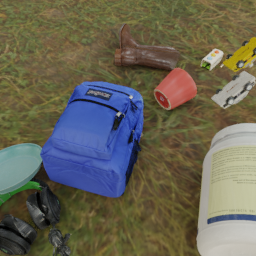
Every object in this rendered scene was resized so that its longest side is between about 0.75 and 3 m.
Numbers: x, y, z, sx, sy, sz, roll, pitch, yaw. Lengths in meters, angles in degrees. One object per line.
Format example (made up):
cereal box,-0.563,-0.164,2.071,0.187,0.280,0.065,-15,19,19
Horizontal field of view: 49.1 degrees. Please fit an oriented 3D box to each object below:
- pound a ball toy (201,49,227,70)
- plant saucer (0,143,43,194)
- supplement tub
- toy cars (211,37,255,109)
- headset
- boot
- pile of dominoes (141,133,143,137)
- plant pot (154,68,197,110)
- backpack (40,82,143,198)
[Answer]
pound a ball toy,3.596,-2.804,11.382,0.753,0.491,1.156,33,57,25
plant saucer,-3.245,1.164,7.692,2.038,0.366,2.038,-11,31,7
supplement tub,2.787,1.567,6.474,2.157,2.157,2.975,11,49,9
toy cars,2.499,-1.175,6.222,0.852,0.421,1.901,0,58,45
headset,-2.347,2.094,6.556,2.867,1.347,1.771,25,54,34
boot,0.876,-3.376,11.637,2.598,0.835,2.422,4,62,8
pile of dominoes,-0.163,0.006,9.191,1.261,0.201,0.983,-10,57,0
plant pot,1.562,-1.273,9.666,1.083,1.224,1.224,-37,58,-14
backpack,-0.683,0.008,7.669,2.366,2.444,2.912,17,51,5
